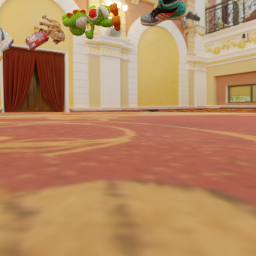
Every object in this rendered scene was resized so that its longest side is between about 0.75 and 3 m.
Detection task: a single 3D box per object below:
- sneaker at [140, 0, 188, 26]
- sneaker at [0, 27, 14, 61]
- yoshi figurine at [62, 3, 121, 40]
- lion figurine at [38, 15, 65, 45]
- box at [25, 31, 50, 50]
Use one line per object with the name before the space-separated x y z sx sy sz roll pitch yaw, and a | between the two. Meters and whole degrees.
sneaker | 1.069 -4.011 9.337 1.670 0.698 1.008 -6 -26 22
sneaker | -3.224 -1.822 6.441 0.552 1.466 0.646 -18 -46 25
yoshi figurine | -1.181 -3.460 9.126 1.844 1.033 1.036 -7 34 -5
lion figurine | -3.024 -4.082 11.371 1.053 0.623 1.719 12 43 -17
box | -3.691 -3.610 11.422 0.882 0.440 0.421 -43 10 -25
